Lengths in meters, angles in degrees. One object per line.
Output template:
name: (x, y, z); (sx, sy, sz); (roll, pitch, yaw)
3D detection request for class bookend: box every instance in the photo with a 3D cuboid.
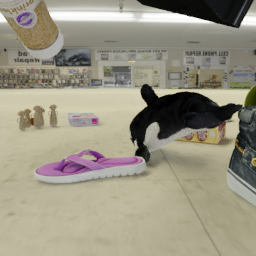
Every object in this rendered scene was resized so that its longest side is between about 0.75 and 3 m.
bookend: (0.466, -2.584, 4.029); (2.244, 1.034, 2.230); (12, 18, -47)

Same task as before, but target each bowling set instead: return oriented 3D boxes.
bowling set: (-2.994, -0.389, 8.876); (1.342, 0.721, 0.934); (-9, 14, -43)

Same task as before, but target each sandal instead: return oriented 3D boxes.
sandal: (-0.583, 0.522, 4.463); (1.748, 0.430, 0.711); (-3, 10, -17)

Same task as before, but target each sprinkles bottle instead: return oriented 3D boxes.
sprinkles bottle: (-2.353, -2.732, 6.136); (1.005, 1.005, 2.947); (1, -20, 7)

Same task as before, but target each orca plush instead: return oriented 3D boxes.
orca plush: (0.484, -0.235, 4.880); (1.572, 1.062, 2.989); (-43, 6, -4)

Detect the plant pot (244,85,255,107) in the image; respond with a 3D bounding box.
plant pot: (4.949, -0.694, 9.282); (1.551, 1.451, 1.451); (7, 5, -32)

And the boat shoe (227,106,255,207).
boat shoe: (1.863, 0.419, 2.848); (0.919, 1.179, 2.598); (-2, 10, -12)

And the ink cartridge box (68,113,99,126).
ink cartridge box: (-1.602, -0.332, 9.815); (0.926, 0.326, 1.552); (-2, 8, -16)

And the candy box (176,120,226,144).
candy box: (1.549, 0.014, 7.240); (1.735, 0.490, 1.012); (4, 11, 29)

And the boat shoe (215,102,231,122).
boat shoe: (2.907, -0.575, 9.902); (2.019, 0.731, 0.729); (-6, 11, -30)
